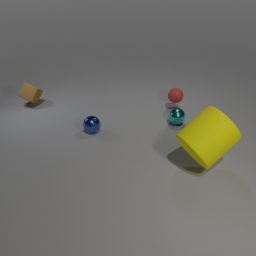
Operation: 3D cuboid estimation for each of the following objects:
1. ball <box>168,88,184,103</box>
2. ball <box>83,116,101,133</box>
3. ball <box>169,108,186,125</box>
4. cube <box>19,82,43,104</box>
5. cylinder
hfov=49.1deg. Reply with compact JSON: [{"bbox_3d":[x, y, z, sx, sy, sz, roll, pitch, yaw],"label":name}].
[{"bbox_3d":[2.179,-1.485,12.787,0.700,0.700,0.700,0,29,0],"label":"ball"},{"bbox_3d":[-1.429,-0.141,11.074,0.700,0.700,0.700,0,29,0],"label":"ball"},{"bbox_3d":[2.038,-0.491,11.643,0.700,0.700,0.700,0,29,0],"label":"ball"},{"bbox_3d":[-4.561,-1.636,13.172,0.700,0.700,0.700,26,0,3],"label":"cube"},{"bbox_3d":[2.448,0.288,8.634,1.400,1.400,1.400,-42,37,-1],"label":"cylinder"}]
